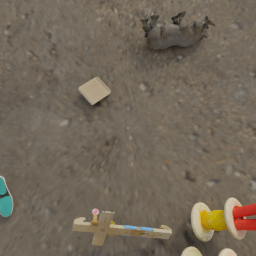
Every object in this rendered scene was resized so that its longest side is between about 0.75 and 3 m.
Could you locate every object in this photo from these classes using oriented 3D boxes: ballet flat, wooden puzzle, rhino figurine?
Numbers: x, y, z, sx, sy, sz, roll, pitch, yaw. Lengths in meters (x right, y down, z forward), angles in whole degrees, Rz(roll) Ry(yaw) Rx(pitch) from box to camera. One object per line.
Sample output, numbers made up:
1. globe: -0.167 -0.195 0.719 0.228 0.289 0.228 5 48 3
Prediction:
1. ballet flat: -3.625 1.952 8.136 0.426 0.426 1.228 -12 98 -3
2. wooden puzzle: -1.096 -1.206 9.185 0.818 0.189 0.758 -39 79 -23
3. rhino figurine: 1.750 -3.316 9.521 2.531 0.757 1.107 -8 99 -4

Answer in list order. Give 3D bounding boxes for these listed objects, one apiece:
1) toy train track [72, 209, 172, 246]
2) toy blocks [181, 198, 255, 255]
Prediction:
1. toy train track: -0.132 2.647 7.625 2.675 1.534 0.435 10 37 -11
2. toy blocks: 2.792 2.644 6.420 1.054 2.902 2.418 47 45 -21
